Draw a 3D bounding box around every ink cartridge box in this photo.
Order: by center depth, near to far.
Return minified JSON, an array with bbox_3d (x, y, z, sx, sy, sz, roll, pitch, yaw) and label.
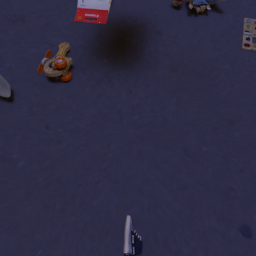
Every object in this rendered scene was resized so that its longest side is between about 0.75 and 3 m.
[{"bbox_3d":[-1.187,-4.218,9.603,1.128,0.351,1.402,7,60,4],"label":"ink cartridge box"}]

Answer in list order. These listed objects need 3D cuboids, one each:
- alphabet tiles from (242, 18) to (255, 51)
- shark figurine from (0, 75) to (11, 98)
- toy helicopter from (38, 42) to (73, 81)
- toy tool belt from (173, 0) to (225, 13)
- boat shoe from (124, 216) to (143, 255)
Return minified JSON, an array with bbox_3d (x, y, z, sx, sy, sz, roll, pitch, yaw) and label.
[{"bbox_3d":[4.595,-2.931,9.047,1.723,0.065,1.440,13,62,6],"label":"alphabet tiles"},{"bbox_3d":[-4.754,-1.499,7.664,2.855,1.191,1.706,-8,60,-7],"label":"shark figurine"},{"bbox_3d":[-2.119,-2.060,8.388,1.003,0.598,1.517,0,50,10],"label":"toy helicopter"},{"bbox_3d":[2.402,-4.375,9.308,1.643,1.026,1.010,-17,54,-8],"label":"toy tool belt"},{"bbox_3d":[0.123,2.335,6.057,0.384,0.309,0.828,5,69,-5],"label":"boat shoe"}]
